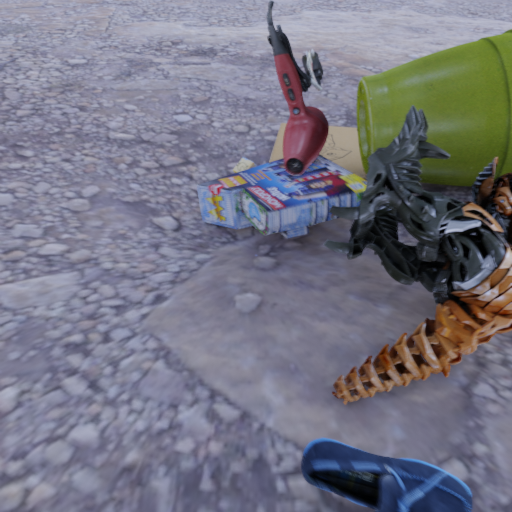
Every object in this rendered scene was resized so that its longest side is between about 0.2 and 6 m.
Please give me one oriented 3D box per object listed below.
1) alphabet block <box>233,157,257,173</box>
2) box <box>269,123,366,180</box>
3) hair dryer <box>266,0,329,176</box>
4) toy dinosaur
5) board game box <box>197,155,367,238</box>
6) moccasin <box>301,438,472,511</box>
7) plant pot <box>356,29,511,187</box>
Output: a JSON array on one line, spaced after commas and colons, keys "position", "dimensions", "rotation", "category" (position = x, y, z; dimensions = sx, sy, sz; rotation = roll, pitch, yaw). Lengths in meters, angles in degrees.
[{"position": [-0.192, -1.688, 11.090], "dimensions": [0.336, 0.338, 0.344], "rotation": [31, 81, 36], "category": "alphabet block"}, {"position": [1.433, -2.358, 12.702], "dimensions": [2.067, 0.269, 2.529], "rotation": [5, 36, 7], "category": "box"}, {"position": [0.624, -2.852, 10.391], "dimensions": [0.828, 2.322, 3.049], "rotation": [-15, 72, 29], "category": "hair dryer"}, {"position": [2.900, -0.069, 7.706], "dimensions": [3.398, 2.557, 5.006], "rotation": [42, 51, 18], "category": "toy dinosaur"}, {"position": [0.383, -1.011, 10.118], "dimensions": [2.600, 0.802, 2.602], "rotation": [-15, 28, -14], "category": "board game box"}, {"position": [1.275, 2.408, 5.666], "dimensions": [1.724, 0.694, 0.588], "rotation": [8, 12, 15], "category": "moccasin"}, {"position": [3.559, -2.662, 11.063], "dimensions": [2.944, 3.057, 3.057], "rotation": [-6, 36, 4], "category": "plant pot"}]
